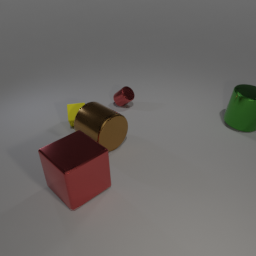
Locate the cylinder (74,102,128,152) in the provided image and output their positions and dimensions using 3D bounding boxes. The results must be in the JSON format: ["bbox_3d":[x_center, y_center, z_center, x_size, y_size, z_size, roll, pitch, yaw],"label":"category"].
[{"bbox_3d":[-0.956,-0.067,9.954,1.400,1.400,1.400,-27,41,-36],"label":"cylinder"}]

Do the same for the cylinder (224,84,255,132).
[{"bbox_3d":[4.659,-0.793,11.005,1.400,1.400,1.400,5,35,-4],"label":"cylinder"}]

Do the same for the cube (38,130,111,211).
[{"bbox_3d":[-1.470,1.147,7.950,1.400,1.400,1.400,-28,42,-34],"label":"cube"}]

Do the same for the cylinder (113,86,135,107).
[{"bbox_3d":[-0.182,-1.406,12.526,0.700,0.700,0.700,-29,5,46],"label":"cylinder"}]

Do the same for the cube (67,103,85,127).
[{"bbox_3d":[-1.994,-0.524,11.079,0.700,0.700,0.700,-7,73,-6],"label":"cube"}]
